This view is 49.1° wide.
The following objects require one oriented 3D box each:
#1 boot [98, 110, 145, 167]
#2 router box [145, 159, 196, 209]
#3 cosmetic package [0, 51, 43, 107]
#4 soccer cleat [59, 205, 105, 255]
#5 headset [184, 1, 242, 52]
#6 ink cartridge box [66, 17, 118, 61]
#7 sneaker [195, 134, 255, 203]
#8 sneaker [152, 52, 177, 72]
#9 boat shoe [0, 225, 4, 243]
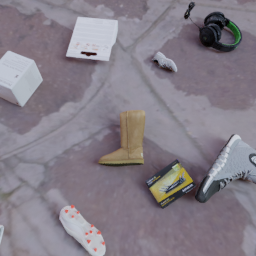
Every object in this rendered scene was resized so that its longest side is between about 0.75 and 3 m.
[{"bbox_3d":[-0.190,0.367,9.694,1.642,0.620,1.875,-3,71,7],"label":"boot"},{"bbox_3d":[1.368,1.800,9.041,1.314,0.343,1.033,-37,68,4],"label":"router box"},{"bbox_3d":[-4.337,-1.883,10.804,1.240,1.232,1.482,22,65,11],"label":"cosmetic package"},{"bbox_3d":[-1.377,3.129,8.406,1.848,0.717,0.640,43,36,20],"label":"soccer cleat"},{"bbox_3d":[3.733,-4.450,12.176,2.758,1.296,1.703,25,63,0],"label":"headset"},{"bbox_3d":[-1.521,-3.809,12.300,1.873,0.583,2.328,7,66,4],"label":"ink cartridge box"},{"bbox_3d":[3.476,1.569,9.057,1.623,1.055,2.811,34,66,15],"label":"sneaker"},{"bbox_3d":[1.539,-2.657,11.752,0.512,0.466,1.248,-44,62,-6],"label":"sneaker"},{"bbox_3d":[-4.068,3.799,7.948,0.725,0.798,2.171,-3,61,-1],"label":"boat shoe"}]
